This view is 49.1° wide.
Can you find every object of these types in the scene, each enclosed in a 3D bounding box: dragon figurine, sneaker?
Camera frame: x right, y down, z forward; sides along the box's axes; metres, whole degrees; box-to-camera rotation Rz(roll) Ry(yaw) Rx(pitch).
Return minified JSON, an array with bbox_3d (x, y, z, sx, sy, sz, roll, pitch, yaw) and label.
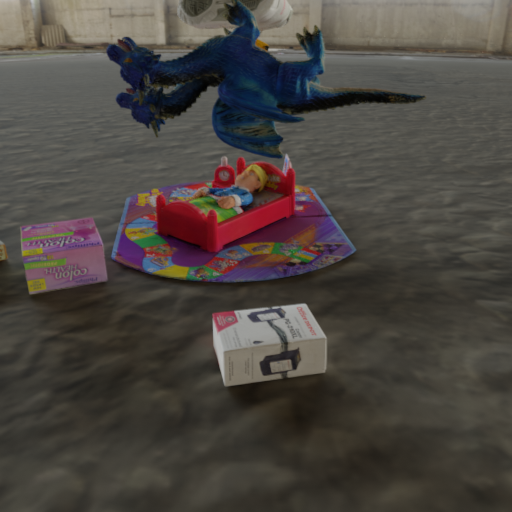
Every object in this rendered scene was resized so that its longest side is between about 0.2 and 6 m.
[{"bbox_3d":[0.068,-1.695,6.071,3.219,0.947,1.600,22,69,-5],"label":"dragon figurine"},{"bbox_3d":[-0.391,-4.368,10.108,2.378,0.927,1.182,21,7,35],"label":"sneaker"}]

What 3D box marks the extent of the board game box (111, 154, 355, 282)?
[{"bbox_3d":[-0.584,-1.200,11.372,4.410,1.087,5.582,-3,24,-6],"label":"board game box"}]

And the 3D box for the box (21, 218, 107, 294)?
[{"bbox_3d":[-3.221,-0.047,9.330,1.215,0.668,1.381,-9,27,-19],"label":"box"}]

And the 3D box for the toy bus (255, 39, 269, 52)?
[{"bbox_3d":[-0.040,-3.527,10.223,0.356,0.428,1.093,21,47,-15],"label":"toy bus"}]

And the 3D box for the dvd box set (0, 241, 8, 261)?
[{"bbox_3d":[-5.732,0.001,9.624,2.268,0.333,1.660,-21,33,-38],"label":"dvd box set"}]

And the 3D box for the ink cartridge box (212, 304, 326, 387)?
[{"bbox_3d":[0.149,1.084,7.005,1.268,0.535,0.918,-5,25,-11],"label":"ink cartridge box"}]
